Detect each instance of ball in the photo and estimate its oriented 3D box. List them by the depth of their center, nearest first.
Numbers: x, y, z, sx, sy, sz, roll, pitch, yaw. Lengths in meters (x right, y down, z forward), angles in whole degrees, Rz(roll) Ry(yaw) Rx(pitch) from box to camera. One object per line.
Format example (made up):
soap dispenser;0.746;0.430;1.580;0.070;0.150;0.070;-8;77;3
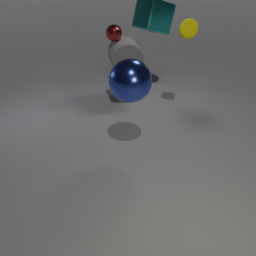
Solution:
ball;0.076;-1.507;8.967;1.400;1.400;1.400;0;29;0
ball;-0.604;-4.095;12.074;0.700;0.700;0.700;0;29;0

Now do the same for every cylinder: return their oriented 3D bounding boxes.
cylinder;2.423;-3.964;11.241;0.700;0.700;0.700;4;13;6
cylinder;-0.127;-3.252;12.535;1.400;1.400;1.400;-5;32;-10

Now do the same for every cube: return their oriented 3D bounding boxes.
cube;1.242;-5.477;13.704;1.400;1.400;1.400;0;22;-34
